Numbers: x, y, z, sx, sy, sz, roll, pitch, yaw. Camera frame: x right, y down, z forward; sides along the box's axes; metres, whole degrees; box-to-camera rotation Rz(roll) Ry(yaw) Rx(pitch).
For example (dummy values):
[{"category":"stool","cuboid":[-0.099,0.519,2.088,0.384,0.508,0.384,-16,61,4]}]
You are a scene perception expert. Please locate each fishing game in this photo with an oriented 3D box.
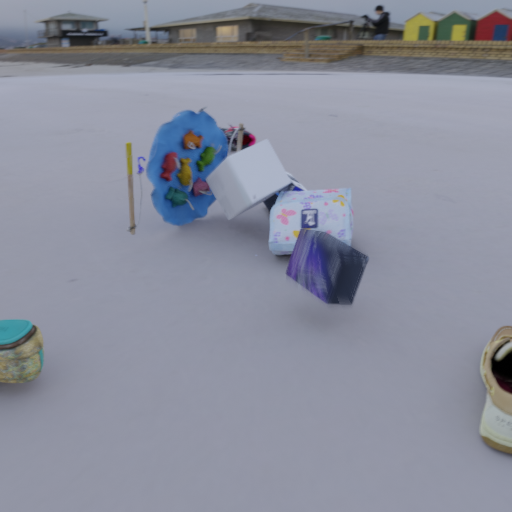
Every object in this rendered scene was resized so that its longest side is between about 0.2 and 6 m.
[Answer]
[{"category":"fishing game","cuboid":[-1.358,-1.918,12.357,0.577,2.660,3.715,19,23,32]}]

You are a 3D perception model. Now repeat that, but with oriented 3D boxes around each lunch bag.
[{"category":"lunch bag","cuboid":[1.147,-0.644,11.204,1.591,1.192,1.876,-1,27,14]}]

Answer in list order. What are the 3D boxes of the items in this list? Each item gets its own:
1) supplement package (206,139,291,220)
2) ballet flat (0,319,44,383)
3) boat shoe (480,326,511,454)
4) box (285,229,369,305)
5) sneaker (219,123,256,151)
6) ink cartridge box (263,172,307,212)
[{"category":"supplement package","cuboid":[-0.195,-1.604,11.977,1.067,1.074,1.416,-30,2,-25]},{"category":"ballet flat","cuboid":[-3.930,1.225,7.314,2.620,0.926,0.926,3,23,16]},{"category":"boat shoe","cuboid":[3.244,1.418,6.909,0.878,0.787,2.372,8,25,19]},{"category":"box","cuboid":[1.073,0.155,8.622,0.572,0.811,1.096,5,19,-36]},{"category":"sneaker","cuboid":[-1.068,-4.098,19.546,2.359,0.951,0.881,-18,32,-37]},{"category":"ink cartridge box","cuboid":[0.692,-1.326,13.058,0.377,0.955,1.921,23,15,-22]}]
